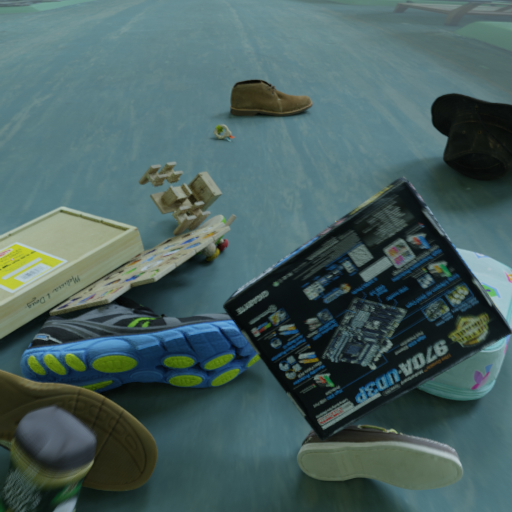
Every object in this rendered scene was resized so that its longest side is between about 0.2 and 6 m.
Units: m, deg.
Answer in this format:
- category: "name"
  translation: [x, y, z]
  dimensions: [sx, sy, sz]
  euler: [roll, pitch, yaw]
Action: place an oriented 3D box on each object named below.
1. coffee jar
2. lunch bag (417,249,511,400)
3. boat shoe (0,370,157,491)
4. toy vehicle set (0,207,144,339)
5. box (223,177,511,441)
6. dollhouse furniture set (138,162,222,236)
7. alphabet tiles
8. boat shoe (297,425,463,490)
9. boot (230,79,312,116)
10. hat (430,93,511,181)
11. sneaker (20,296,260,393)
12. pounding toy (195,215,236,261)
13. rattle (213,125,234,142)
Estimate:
- category: "coffee jar"
  translation: [-2.190, 2.382, 5.742]
  dimensions: [0.811, 1.555, 0.663]
  euler: [26, 15, 31]
- category: "lunch bag"
  translation: [2.240, 0.805, 8.680]
  dimensions: [3.164, 1.220, 2.538]
  euler: [15, 38, 22]
- category: "boat shoe"
  translation: [-2.528, 2.046, 6.908]
  dimensions: [2.844, 0.922, 1.041]
  euler: [22, 72, 3]
- category: "toy vehicle set"
  translation: [-4.166, 0.310, 9.676]
  dimensions: [2.366, 0.505, 3.807]
  euler: [16, 37, 36]
- category: "box"
  translation: [1.195, 0.636, 6.397]
  dimensions: [2.532, 2.013, 0.583]
  euler: [-36, 3, 16]
- category: "dollhouse furniture set"
  translation: [-1.583, -1.088, 11.414]
  dimensions: [1.314, 0.996, 1.499]
  euler: [55, 36, 9]
- category: "alphabet tiles"
  translation: [-1.911, 0.169, 9.501]
  dimensions: [2.530, 0.096, 3.040]
  euler: [-14, 16, 37]
- category: "boat shoe"
  translation: [1.442, 2.308, 6.611]
  dimensions: [1.880, 0.675, 0.560]
  euler: [-7, 22, 24]
- category: "boot"
  translation: [0.521, -5.201, 18.357]
  dimensions: [2.750, 1.038, 1.012]
  euler: [-3, 31, -6]
- category: "hat"
  translation: [5.538, -2.636, 13.858]
  dimensions: [3.147, 3.147, 1.270]
  euler: [27, 85, 36]
- category: "sneaker"
  translation: [-1.540, 1.138, 8.116]
  dimensions: [3.512, 1.245, 1.455]
  euler: [-5, 39, -2]
- category: "pounding toy"
  translation: [-0.806, -0.247, 10.837]
  dimensions: [1.023, 0.615, 1.325]
  euler: [-46, 19, -18]
- category: "rattle"
  translation: [-0.902, -3.560, 16.616]
  dimensions: [0.695, 0.496, 0.452]
  euler: [26, 71, 11]
